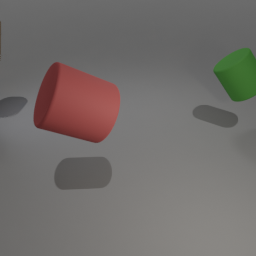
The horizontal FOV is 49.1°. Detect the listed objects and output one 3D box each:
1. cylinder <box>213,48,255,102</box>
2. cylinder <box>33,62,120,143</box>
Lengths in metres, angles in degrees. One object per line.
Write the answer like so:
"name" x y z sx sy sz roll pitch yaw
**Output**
"cylinder" 4.051 -1.909 10.117 1.400 1.400 1.400 -35 17 13
"cylinder" -1.107 -0.506 6.003 1.400 1.400 1.400 17 22 -30
